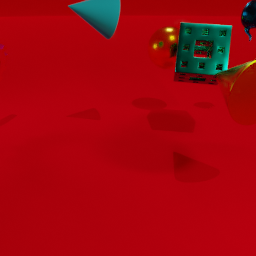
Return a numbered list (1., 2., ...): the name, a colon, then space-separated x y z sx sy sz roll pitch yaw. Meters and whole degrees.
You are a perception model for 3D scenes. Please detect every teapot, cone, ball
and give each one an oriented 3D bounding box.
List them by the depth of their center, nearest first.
1. cone: 1.826 -0.775 4.781 1.109 1.109 1.113 -9 28 -18
2. cone: -0.888 -2.772 6.666 1.088 1.084 1.084 4 21 -24
3. teapot: 3.508 -3.041 7.662 0.788 1.267 0.620 2 32 -31
4. ball: 1.254 -2.475 8.700 1.293 1.293 1.293 0 24 0

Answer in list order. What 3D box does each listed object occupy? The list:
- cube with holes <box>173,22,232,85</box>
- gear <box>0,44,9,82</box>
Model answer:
1. cube with holes: 1.861 -1.856 7.219 1.207 1.207 1.207 7 -1 8
2. gear: -3.602 -1.547 7.152 0.259 1.399 1.399 25 27 2
